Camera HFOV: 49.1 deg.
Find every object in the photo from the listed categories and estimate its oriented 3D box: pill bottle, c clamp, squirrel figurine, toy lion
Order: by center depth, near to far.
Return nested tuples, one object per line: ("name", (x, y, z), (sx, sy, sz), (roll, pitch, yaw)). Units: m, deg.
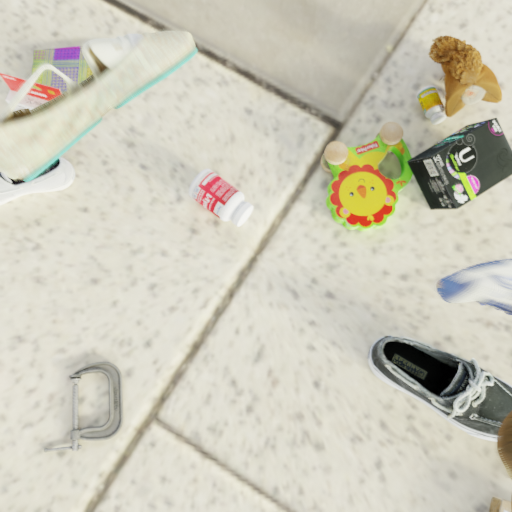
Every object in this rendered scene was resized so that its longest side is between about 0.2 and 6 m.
("c clamp", (-2.716, 2.396, 8.927), (1.207, 0.191, 1.412), (1, 73, 0))
("pill bottle", (-0.599, -0.988, 9.732), (1.063, 0.597, 0.597), (37, 77, 10))
("toy lion", (2.003, -1.322, 9.907), (1.732, 0.595, 1.661), (-21, 82, -7))
("squirrel figurine", (3.670, -3.448, 10.086), (0.997, 1.409, 1.315), (-19, 55, 20))
("pill bottle", (3.268, -2.788, 10.395), (0.369, 0.369, 0.654), (-17, 74, -5))

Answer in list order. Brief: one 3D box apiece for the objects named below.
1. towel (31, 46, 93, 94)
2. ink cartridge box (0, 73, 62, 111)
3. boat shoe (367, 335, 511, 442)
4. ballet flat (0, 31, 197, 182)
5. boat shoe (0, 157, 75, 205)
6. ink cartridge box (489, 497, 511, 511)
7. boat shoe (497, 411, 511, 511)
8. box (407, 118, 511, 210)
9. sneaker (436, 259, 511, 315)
("towel", (-3.414, -3.442, 10.688), (1.702, 0.194, 1.222), (-2, 74, 0))
("ink cartridge box", (-3.920, -2.738, 10.034), (1.165, 1.026, 0.260), (16, 74, 5))
("boat shoe", (3.119, 1.994, 8.643), (2.797, 0.955, 1.033), (31, 76, 9))
("ballet flat", (-2.018, -2.062, 6.757), (2.944, 0.993, 0.918), (-41, 120, -10))
("boat shoe", (-4.285, -1.345, 9.773), (2.095, 0.718, 0.754), (-6, 73, -2))
("ink cartridge box", (3.860, 4.263, 8.251), (0.900, 0.410, 1.093), (18, 73, 7))
("boat shoe", (3.042, 2.228, 5.491), (0.996, 2.795, 0.902), (-34, 90, 30))
("box", (3.543, -1.554, 9.602), (1.389, 0.864, 1.032), (-31, 100, -10))
("sneaker", (2.999, 0.444, 6.176), (1.892, 0.712, 0.834), (-7, 81, 7))
